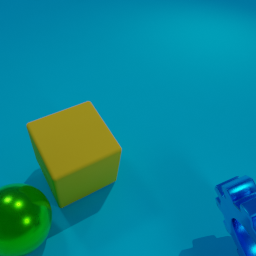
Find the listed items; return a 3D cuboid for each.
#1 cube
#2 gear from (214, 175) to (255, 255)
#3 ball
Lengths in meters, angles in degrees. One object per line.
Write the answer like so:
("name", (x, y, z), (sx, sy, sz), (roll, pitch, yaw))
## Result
("cube", (-1.038, 0.517, 5.486), (1.299, 1.299, 1.299), (-23, 60, -22))
("gear", (1.890, 1.684, 3.850), (0.382, 2.067, 2.067), (-24, 46, 0))
("ball", (-1.883, 1.529, 4.678), (1.200, 1.200, 1.200), (0, 44, 0))
